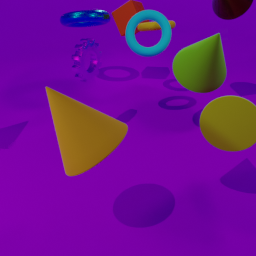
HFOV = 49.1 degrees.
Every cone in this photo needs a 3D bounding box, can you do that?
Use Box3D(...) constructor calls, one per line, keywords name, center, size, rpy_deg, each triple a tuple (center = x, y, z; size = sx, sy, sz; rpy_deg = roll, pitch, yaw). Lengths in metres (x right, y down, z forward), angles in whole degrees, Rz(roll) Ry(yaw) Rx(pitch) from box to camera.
Box3D(name="cone", center=(-0.903, -0.144, 4.555), size=(1.305, 1.310, 1.305), rpy_deg=(-33, 19, 12))
Box3D(name="cone", center=(2.806, -3.910, 7.991), size=(1.263, 1.263, 1.267), rpy_deg=(26, 16, 32))
Box3D(name="cone", center=(2.121, -0.277, 5.649), size=(1.122, 1.122, 1.126), rpy_deg=(14, 29, 20))
Box3D(name="cone", center=(2.035, -1.901, 7.095), size=(1.516, 1.522, 1.516), rpy_deg=(1, 70, -3))

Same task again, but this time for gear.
Box3D(name="gear", center=(-1.095, -1.818, 7.599), size=(0.215, 1.164, 1.164), rpy_deg=(14, 37, 23))

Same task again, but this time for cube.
Box3D(name="cube", center=(0.130, -4.087, 10.506), size=(0.936, 0.936, 0.936), rpy_deg=(-21, 6, 31))

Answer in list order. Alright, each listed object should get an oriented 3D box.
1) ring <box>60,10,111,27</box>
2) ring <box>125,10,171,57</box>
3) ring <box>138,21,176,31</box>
Box3D(name="ring", center=(-1.582, -4.049, 10.425), size=(1.886, 0.377, 1.886), rpy_deg=(-4, 14, 1))
Box3D(name="ring", center=(0.587, -2.724, 8.083), size=(1.324, 1.324, 0.265), rpy_deg=(3, 4, 4))
Box3D(name="ring", center=(0.958, -3.434, 9.440), size=(1.276, 0.255, 1.276), rpy_deg=(-4, 18, 1))
